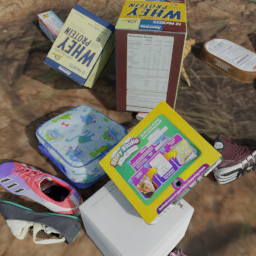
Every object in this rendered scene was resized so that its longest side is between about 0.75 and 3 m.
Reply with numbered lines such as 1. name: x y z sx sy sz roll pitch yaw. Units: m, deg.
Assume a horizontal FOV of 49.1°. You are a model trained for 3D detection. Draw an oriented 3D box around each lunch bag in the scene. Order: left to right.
1. lunch bag: -1.329 0.432 8.096 2.046 1.049 2.545 -33 45 -28

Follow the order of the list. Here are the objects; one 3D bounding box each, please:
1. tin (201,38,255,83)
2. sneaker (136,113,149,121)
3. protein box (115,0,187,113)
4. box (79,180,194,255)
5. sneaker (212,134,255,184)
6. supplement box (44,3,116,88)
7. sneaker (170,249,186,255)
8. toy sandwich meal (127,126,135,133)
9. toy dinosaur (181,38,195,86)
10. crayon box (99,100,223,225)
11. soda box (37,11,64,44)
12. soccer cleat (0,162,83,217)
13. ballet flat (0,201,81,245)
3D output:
1. tin: 4.294 -2.854 11.531 1.565 0.585 2.794 -37 59 -22
2. sneaker: 0.761 -0.394 9.558 0.901 0.339 0.471 21 54 20
3. protein box: 0.752 -2.502 9.429 1.965 2.913 2.892 6 43 5
4. box: 0.174 2.207 6.549 1.848 1.591 1.857 -36 59 -26
5. sneaker: 3.400 0.590 8.384 2.452 0.928 1.416 -19 50 -14
6. supplement box: -1.468 -2.624 9.531 1.409 2.096 2.098 30 96 -1
7. sneaker: 1.378 3.207 6.594 0.390 0.323 0.818 -23 54 -32
8. toy sandwich meal: 0.483 0.724 8.349 2.058 0.705 2.058 -19 47 21
9. toy dinosaur: 2.130 -3.112 11.512 1.554 0.884 2.925 15 52 11
10. crayon box: 0.621 0.680 5.741 1.916 0.558 1.653 -44 64 4
11. soda box: -3.309 -4.462 12.739 0.766 0.712 2.239 -26 55 -20
12. soccer cleat: -2.472 1.469 7.539 2.820 1.032 0.962 22 54 18
13. ballet flat: -2.326 2.404 6.951 2.290 0.836 0.836 11 51 6
